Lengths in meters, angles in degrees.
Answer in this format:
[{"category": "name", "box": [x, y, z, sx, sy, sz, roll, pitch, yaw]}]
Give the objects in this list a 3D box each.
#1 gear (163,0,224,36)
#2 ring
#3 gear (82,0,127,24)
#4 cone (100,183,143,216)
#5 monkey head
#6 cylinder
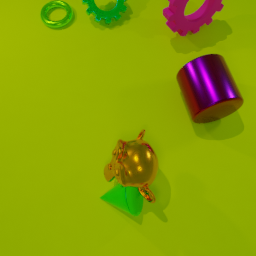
[{"category": "gear", "box": [1.952, -3.597, 7.994, 1.993, 1.993, 0.369, -26, 61, -9]}, {"category": "ring", "box": [-2.297, -3.671, 9.012, 1.059, 0.212, 1.059, 0, 69, 0]}, {"category": "gear", "box": [-0.715, -4.007, 8.736, 1.411, 0.261, 1.411, -2, 98, -14]}, {"category": "cone", "box": [-0.272, 1.672, 6.858, 0.994, 0.990, 0.990, -12, 67, 24]}, {"category": "monkey head", "box": [0.075, 0.877, 6.409, 1.062, 1.268, 1.763, 7, 61, -27]}, {"category": "cylinder", "box": [2.122, -1.002, 7.383, 1.360, 1.360, 1.360, -14, 69, -5]}]
